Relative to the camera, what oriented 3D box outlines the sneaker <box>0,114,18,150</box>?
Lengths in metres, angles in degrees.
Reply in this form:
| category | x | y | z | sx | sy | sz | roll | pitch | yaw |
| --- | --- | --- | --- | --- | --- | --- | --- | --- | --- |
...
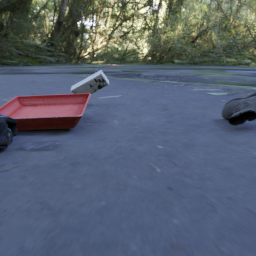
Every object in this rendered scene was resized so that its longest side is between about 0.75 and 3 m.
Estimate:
| category | x | y | z | sx | sy | sz | roll | pitch | yaw |
| --- | --- | --- | --- | --- | --- | --- | --- | --- | --- |
| sneaker | -3.147 | 0.143 | 5.994 | 1.135 | 0.982 | 2.593 | 9 | 18 | -5 |

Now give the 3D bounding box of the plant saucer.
| category | x | y | z | sx | sy | sz | roll | pitch | yaw |
| --- | --- | --- | --- | --- | --- | --- | --- | --- | --- |
| plant saucer | -2.585 | -0.515 | 8.754 | 2.666 | 0.489 | 2.661 | -2 | 20 | -1 |

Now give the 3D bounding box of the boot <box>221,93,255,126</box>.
| category | x | y | z | sx | sy | sz | roll | pitch | yaw |
| --- | --- | --- | --- | --- | --- | --- | --- | --- | --- |
| boot | 3.259 | -0.455 | 8.397 | 1.097 | 0.582 | 1.667 | -42 | 3 | -32 |

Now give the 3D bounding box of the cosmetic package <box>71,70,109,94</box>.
| category | x | y | z | sx | sy | sz | roll | pitch | yaw |
| --- | --- | --- | --- | --- | --- | --- | --- | --- | --- |
| cosmetic package | -1.581 | -1.758 | 11.641 | 1.504 | 0.621 | 0.381 | -26 | 34 | 16 |
